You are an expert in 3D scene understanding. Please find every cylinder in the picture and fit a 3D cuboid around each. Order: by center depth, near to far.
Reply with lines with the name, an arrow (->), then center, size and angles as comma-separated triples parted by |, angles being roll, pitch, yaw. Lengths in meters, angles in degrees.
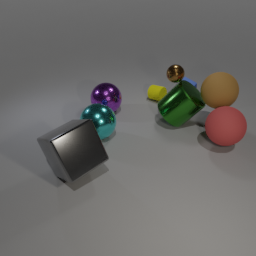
cylinder -> 2.160, -0.980, 11.384 | 1.400, 1.400, 1.400 | 29, 37, -25
cylinder -> 1.431, -1.718, 13.711 | 0.700, 0.700, 0.700 | 19, 36, 39

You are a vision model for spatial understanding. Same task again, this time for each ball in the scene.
ball -> 3.442, -0.067, 9.889 | 1.400, 1.400, 1.400 | 0, 31, 0
ball -> 3.484, -1.422, 10.669 | 1.400, 1.400, 1.400 | 0, 31, 0
ball -> -1.141, -0.245, 10.672 | 1.400, 1.400, 1.400 | 0, 31, 0
ball -> 1.835, -2.101, 10.826 | 0.700, 0.700, 0.700 | 0, 31, 0
ball -> -0.970, -1.317, 12.481 | 1.400, 1.400, 1.400 | 0, 31, 0

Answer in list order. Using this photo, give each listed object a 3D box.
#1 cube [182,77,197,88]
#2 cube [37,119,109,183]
cube -> 2.741, -1.832, 13.178 | 0.700, 0.700, 0.700 | 36, 70, 28
cube -> -1.704, 0.645, 8.632 | 1.400, 1.400, 1.400 | -31, 17, -29
